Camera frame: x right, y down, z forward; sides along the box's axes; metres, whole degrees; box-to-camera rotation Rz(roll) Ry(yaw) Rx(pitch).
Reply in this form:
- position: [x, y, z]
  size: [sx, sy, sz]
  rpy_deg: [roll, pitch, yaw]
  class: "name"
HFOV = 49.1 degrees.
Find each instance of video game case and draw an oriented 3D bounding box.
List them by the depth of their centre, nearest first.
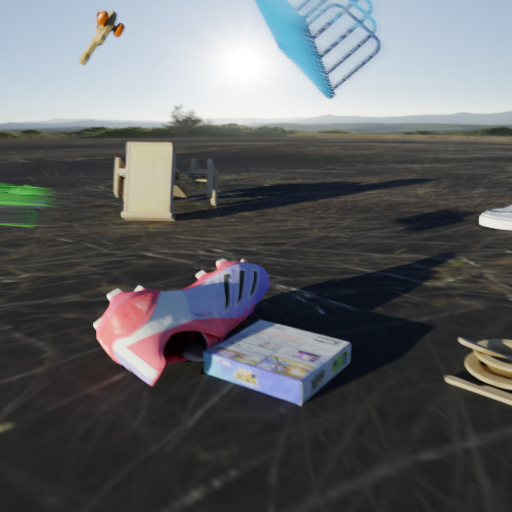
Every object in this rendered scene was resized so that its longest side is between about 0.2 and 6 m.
- position: [0.217, 1.011, 5.543]
  size: [1.109, 0.252, 1.005]
  rpy_deg: [10, 18, 33]
  class: "video game case"

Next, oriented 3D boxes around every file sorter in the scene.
- position: [0.790, -3.161, 7.225]
  size: [1.226, 1.084, 1.767]
  rpy_deg: [52, 7, 22]
  class: "file sorter"

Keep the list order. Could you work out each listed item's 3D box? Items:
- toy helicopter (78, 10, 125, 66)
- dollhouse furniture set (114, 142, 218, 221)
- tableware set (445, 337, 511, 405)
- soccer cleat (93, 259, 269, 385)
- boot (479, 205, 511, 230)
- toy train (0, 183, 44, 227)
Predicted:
- position: [-3.037, -4.167, 10.681]
  size: [0.467, 1.184, 0.783]
  rpy_deg: [28, 22, -39]
  class: "toy helicopter"
- position: [-2.329, -1.565, 13.849]
  size: [2.444, 1.731, 2.660]
  rpy_deg: [2, -6, 4]
  class: "dollhouse furniture set"
- position: [2.845, 1.072, 5.087]
  size: [1.841, 0.369, 1.217]
  rpy_deg: [14, 20, 42]
  class: "tableware set"
- position: [-0.564, 0.678, 6.115]
  size: [0.976, 0.851, 2.551]
  rpy_deg: [44, 29, 23]
  class: "soccer cleat"
- position: [6.072, -1.180, 12.099]
  size: [2.494, 1.126, 0.907]
  rpy_deg: [-2, 15, -8]
  class: "boot"
- position: [-3.469, -0.613, 6.302]
  size: [2.017, 0.421, 0.569]
  rpy_deg: [4, 28, -18]
  class: "toy train"
